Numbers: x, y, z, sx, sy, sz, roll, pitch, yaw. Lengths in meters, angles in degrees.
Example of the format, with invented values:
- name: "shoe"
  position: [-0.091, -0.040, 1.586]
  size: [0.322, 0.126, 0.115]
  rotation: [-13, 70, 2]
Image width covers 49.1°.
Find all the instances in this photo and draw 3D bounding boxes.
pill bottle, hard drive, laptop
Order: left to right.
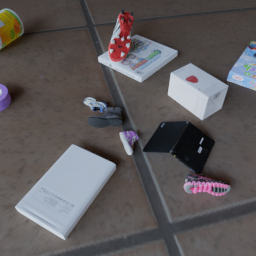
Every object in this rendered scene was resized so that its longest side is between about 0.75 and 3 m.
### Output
- name: "pill bottle"
  position: [-6.180, -4.423, 13.046]
  size: [1.377, 1.377, 2.480]
  rotation: [17, 48, 16]
- name: "hard drive"
  position: [-1.661, 1.648, 7.880]
  size: [1.625, 0.324, 2.464]
  rotation: [22, 50, 20]
- name: "laptop"
  position: [1.659, 0.601, 9.070]
  size: [1.759, 0.908, 1.559]
  rotation: [38, 53, -1]

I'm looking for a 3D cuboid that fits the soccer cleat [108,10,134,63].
- name: "soccer cleat"
  position: [-0.303, -3.949, 12.535]
  size: [0.940, 1.166, 2.738]
  rotation: [12, 69, -6]

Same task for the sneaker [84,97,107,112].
- name: "sneaker"
  position: [-1.254, -0.830, 10.287]
  size: [0.936, 0.361, 0.399]
  rotation: [17, 52, 17]

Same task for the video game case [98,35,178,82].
- name: "video game case"
  position: [0.469, -3.235, 12.630]
  size: [2.473, 0.322, 2.716]
  rotation: [31, 54, 27]

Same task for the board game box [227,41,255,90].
- name: "board game box"
  position: [5.819, -2.536, 11.793]
  size: [2.263, 0.547, 2.992]
  rotation: [26, 52, 22]

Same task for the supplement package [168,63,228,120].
- name: "supplement package"
  position: [2.508, -1.373, 10.291]
  size: [1.099, 1.086, 1.813]
  rotation: [-29, 53, -25]

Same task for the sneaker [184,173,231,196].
- name: "sneaker"
  position: [2.231, 1.535, 7.945]
  size: [1.292, 0.510, 0.616]
  rotation: [5, 35, 4]

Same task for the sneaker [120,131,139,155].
- name: "sneaker"
  position: [0.122, 0.431, 9.060]
  size: [0.561, 0.357, 0.984]
  rotation: [-9, 47, -13]

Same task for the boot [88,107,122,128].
- name: "boot"
  position: [-0.805, -0.415, 9.894]
  size: [1.234, 0.431, 0.812]
  rotation: [4, 41, -10]

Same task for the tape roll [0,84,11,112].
- name: "tape roll"
  position: [-5.133, -1.097, 10.478]
  size: [1.343, 0.441, 1.343]
  rotation: [0, 46, 0]
